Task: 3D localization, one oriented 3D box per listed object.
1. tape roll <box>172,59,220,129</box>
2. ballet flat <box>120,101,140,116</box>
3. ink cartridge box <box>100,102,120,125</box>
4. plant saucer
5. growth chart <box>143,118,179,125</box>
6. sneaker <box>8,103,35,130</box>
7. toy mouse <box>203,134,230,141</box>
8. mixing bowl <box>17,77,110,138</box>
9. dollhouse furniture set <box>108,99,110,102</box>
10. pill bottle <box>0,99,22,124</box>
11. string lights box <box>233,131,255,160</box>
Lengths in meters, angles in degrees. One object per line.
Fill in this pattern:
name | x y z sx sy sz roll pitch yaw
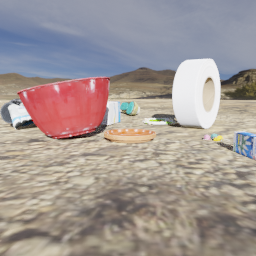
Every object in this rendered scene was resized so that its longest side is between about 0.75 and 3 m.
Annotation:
tape roll | 2.879 -1.400 11.504 0.989 2.827 2.827 6 9 36
ballet flat | 0.272 -1.216 17.848 0.963 0.963 2.725 -2 9 -17
ink cartridge box | -1.079 -0.721 13.165 1.030 1.012 1.399 3 8 19
plant saucer | 0.063 0.248 8.801 1.630 0.263 1.630 1 8 0
growth chart | 1.501 -0.315 13.354 1.636 0.200 2.260 -1 7 1
sneaker | -3.879 -0.711 11.786 0.966 1.117 2.577 -36 -10 23
toy mouse | 2.661 0.283 8.878 0.834 0.161 0.741 -2 8 -15
mixing bowl | -1.876 -0.590 9.093 2.978 1.613 2.978 -11 5 1
dollhouse furniture set | -2.041 -1.540 19.768 1.082 0.924 2.087 1 8 9
pill bottle | -4.811 -0.756 12.800 1.197 1.197 2.141 1 7 8
string lights box | 2.884 0.405 6.613 0.295 0.513 0.999 -1 8 -9
